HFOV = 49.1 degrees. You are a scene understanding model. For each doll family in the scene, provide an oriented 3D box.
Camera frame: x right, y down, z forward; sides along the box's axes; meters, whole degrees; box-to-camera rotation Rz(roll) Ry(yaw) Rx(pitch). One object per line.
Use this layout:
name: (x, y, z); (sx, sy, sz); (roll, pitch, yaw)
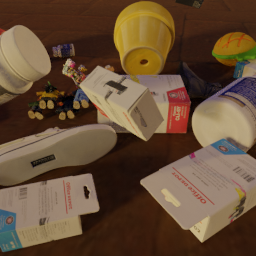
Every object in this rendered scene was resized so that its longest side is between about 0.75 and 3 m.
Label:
doll family: (-1.974, -0.890, 8.453); (2.132, 0.836, 1.232); (3, 31, -4)

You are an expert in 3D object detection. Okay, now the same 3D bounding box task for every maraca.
maraca: (4.284, -3.015, 10.848); (1.595, 1.245, 2.327); (-29, 30, -8)

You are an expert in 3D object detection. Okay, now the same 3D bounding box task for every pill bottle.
pill bottle: (-2.759, -3.303, 11.992); (0.860, 0.515, 0.515); (-10, 37, -13)
pill bottle: (2.954, -0.458, 7.150); (1.527, 1.527, 2.552); (30, 45, 35)
pill bottle: (-2.456, -0.972, 5.060); (1.939, 1.097, 1.097); (-24, 32, 17)

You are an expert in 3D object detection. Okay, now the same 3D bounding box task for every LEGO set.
LEGO set: (-1.286, -1.707, 9.619); (2.001, 0.921, 0.745); (0, 45, -42)

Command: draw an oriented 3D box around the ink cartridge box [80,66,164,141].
ink cartridge box: (-0.098, -0.432, 4.834); (1.266, 0.913, 0.530); (32, 76, 38)

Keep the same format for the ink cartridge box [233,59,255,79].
ink cartridge box: (4.855, -1.881, 9.910); (1.065, 0.616, 1.833); (-22, 41, -28)

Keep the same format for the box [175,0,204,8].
box: (1.943, -4.222, 8.480); (0.806, 0.885, 0.461); (15, 0, 0)

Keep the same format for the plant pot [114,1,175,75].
plant pot: (0.593, -3.052, 10.368); (2.325, 2.325, 2.188); (2, 52, 2)

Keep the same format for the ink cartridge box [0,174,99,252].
ink cartridge box: (-1.444, 1.517, 5.204); (1.741, 0.581, 1.008); (-9, 37, -12)

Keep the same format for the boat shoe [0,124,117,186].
boat shoe: (-1.707, 0.391, 6.502); (2.856, 1.013, 0.997); (-19, 42, -14)

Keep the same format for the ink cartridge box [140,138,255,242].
ink cartridge box: (1.506, 1.202, 5.465); (2.312, 0.784, 1.331); (-21, 40, -26)

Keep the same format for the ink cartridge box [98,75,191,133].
ink cartridge box: (0.383, -0.730, 7.965); (2.409, 1.005, 1.748); (0, 36, 0)

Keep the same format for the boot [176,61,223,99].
boot: (2.365, -1.518, 9.492); (1.424, 0.755, 2.164); (9, 39, -2)

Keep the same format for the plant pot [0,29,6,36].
plant pot: (-5.365, -2.706, 9.816); (2.163, 2.444, 2.444); (12, 36, -1)
